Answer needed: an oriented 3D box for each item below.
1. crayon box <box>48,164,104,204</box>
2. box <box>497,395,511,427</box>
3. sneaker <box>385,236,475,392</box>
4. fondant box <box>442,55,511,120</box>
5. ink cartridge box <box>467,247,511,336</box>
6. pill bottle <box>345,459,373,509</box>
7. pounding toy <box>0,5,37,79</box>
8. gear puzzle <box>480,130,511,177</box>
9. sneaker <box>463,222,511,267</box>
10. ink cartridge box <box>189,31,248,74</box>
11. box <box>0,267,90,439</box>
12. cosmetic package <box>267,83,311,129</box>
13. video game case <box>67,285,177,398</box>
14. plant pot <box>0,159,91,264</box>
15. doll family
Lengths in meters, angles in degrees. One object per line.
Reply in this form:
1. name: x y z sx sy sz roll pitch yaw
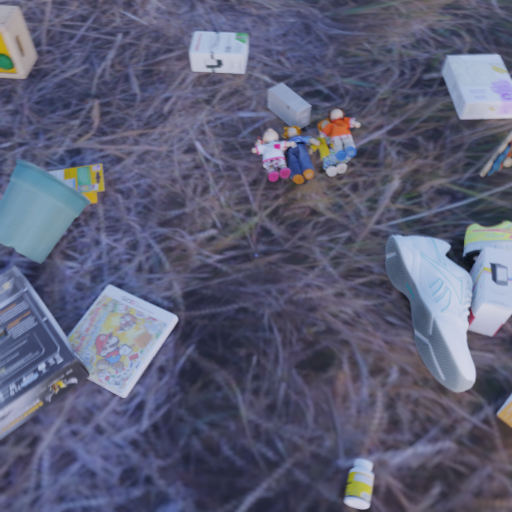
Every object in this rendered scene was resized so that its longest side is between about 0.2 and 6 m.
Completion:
1. crayon box: -3.616 -1.356 11.060 1.244 0.321 0.782 -11 55 -7
2. box: 4.375 2.381 7.994 1.426 0.887 0.695 39 63 24
3. sneaker: 3.060 0.764 9.105 1.167 1.024 2.911 -5 54 -7
4. fondant box: 5.104 -3.867 12.773 1.248 0.504 1.730 -2 55 -1
5. ink cartridge box: 3.873 0.591 9.303 0.509 0.878 1.190 12 54 8
6. pill bottle: 1.444 3.159 7.779 0.331 0.331 0.594 14 53 10
7. pounding toy: -6.530 -5.139 12.798 2.203 1.936 1.008 4 54 3
8. gear puzzle: 4.872 -2.089 10.723 0.343 1.358 2.622 37 23 13
9. sneaker: 4.683 -0.270 10.015 1.946 0.761 0.879 4 52 3
10. ink cartridge box: -0.887 -4.908 13.501 1.302 0.541 0.954 4 54 3
11. box: -4.306 1.755 8.479 2.777 0.671 2.199 -36 60 -18
12. cosmetic package: 0.713 -3.288 12.331 0.461 0.545 1.021 -34 59 -22
13. video game case: -2.284 1.341 9.144 1.414 0.178 1.554 22 59 17
14. plant pot: -3.915 -0.713 9.874 1.441 1.441 1.412 24 78 16
15. doll family: 1.069 -2.203 11.456 2.196 0.990 1.363 -15 61 11
